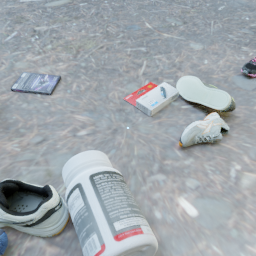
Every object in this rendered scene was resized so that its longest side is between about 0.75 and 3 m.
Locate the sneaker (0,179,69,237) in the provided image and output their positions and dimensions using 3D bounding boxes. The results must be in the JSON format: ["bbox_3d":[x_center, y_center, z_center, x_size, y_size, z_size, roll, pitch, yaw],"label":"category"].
[{"bbox_3d":[-2.686,1.498,5.835,2.858,1.253,1.081,0,46,2],"label":"sneaker"}]

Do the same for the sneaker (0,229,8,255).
[{"bbox_3d":[-3.813,2.184,5.256,2.955,1.139,1.259,-9,41,-10],"label":"sneaker"}]

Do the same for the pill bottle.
[{"bbox_3d":[-0.484,1.632,5.635,1.312,1.312,2.304,-17,47,-17],"label":"pill bottle"}]

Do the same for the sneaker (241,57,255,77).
[{"bbox_3d":[4.846,-2.501,10.217,1.809,0.863,0.715,-30,54,-25],"label":"sneaker"}]

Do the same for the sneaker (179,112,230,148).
[{"bbox_3d":[2.141,0.162,7.680,1.654,0.626,0.761,-28,55,-24],"label":"sneaker"}]

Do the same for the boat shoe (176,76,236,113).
[{"bbox_3d":[2.416,-1.047,8.865,0.644,0.770,2.155,19,13,-42],"label":"boat shoe"}]

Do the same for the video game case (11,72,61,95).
[{"bbox_3d":[-3.184,-1.564,9.769,1.436,0.136,1.026,7,45,6],"label":"video game case"}]

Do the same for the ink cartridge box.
[{"bbox_3d":[0.753,-1.084,9.146,1.240,0.315,1.408,35,54,29],"label":"ink cartridge box"}]
